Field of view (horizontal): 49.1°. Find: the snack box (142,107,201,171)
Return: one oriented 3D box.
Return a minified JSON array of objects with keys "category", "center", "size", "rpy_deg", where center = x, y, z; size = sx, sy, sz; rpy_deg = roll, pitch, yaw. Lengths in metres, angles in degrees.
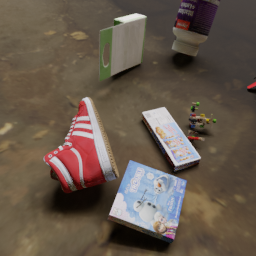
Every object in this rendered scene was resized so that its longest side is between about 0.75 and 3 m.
[{"category":"snack box","center":[1.073,0.213,7.344],"size":[0.717,0.242,1.994],"rpy_deg":[-13,47,-17]}]

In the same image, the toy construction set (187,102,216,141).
[{"category":"toy construction set","center":[1.961,-0.085,7.343],"size":[0.710,0.770,0.924],"rpy_deg":[7,70,8]}]

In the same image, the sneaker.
[{"category":"sneaker","center":[-1.233,0.335,6.617],"size":[1.465,0.928,2.606],"rpy_deg":[-21,45,-1]}]

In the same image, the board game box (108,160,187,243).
[{"category":"board game box","center":[0.443,1.485,5.839],"size":[1.340,0.292,1.346],"rpy_deg":[19,52,4]}]

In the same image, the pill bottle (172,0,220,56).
[{"category":"pill bottle","center":[2.285,-3.707,9.656],"size":[1.247,2.238,1.247],"rpy_deg":[13,21,-5]}]

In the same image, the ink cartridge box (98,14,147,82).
[{"category":"ink cartridge box","center":[-0.301,-2.571,8.846],"size":[0.536,1.626,2.235],"rpy_deg":[30,43,29]}]

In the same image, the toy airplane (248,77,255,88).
[{"category":"toy airplane","center":[4.178,-1.393,8.655],"size":[0.899,0.165,0.899],"rpy_deg":[-20,38,17]}]
